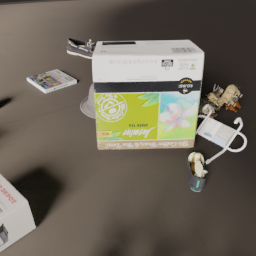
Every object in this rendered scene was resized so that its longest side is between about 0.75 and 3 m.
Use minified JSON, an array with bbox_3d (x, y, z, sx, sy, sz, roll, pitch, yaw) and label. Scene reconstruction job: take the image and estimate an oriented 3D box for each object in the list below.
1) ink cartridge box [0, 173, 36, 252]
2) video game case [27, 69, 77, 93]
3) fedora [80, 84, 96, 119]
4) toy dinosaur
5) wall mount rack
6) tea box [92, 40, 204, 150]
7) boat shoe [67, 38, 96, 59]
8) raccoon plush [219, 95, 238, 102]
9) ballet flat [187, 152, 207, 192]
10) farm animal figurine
[{"bbox_3d":[-3.332,2.013,5.847,1.585,0.920,2.148,27,44,35],"label":"ink cartridge box"},{"bbox_3d":[-3.511,-2.184,12.900,1.621,0.204,1.779,-26,42,-34],"label":"video game case"},{"bbox_3d":[-0.726,-1.345,10.844,2.318,1.047,2.050,-18,37,-26],"label":"fedora"},{"bbox_3d":[2.764,-0.789,10.262,1.745,0.672,0.892,-26,59,-2],"label":"toy dinosaur"},{"bbox_3d":[2.542,0.235,8.791,2.035,0.759,1.768,33,84,41],"label":"wall mount rack"},{"bbox_3d":[0.509,-1.049,8.591,2.963,2.915,1.980,-2,28,-1],"label":"tea box"},{"bbox_3d":[-2.311,-4.558,15.901,2.743,0.860,0.996,14,36,20],"label":"boat shoe"},{"bbox_3d":[4.063,-1.147,11.332,0.770,0.373,0.516,-28,49,6],"label":"raccoon plush"},{"bbox_3d":[1.911,1.029,7.692,0.578,0.578,1.582,5,33,8],"label":"ballet flat"},{"bbox_3d":[3.169,-0.895,9.769,1.384,1.118,0.696,-21,45,-6],"label":"farm animal figurine"}]
